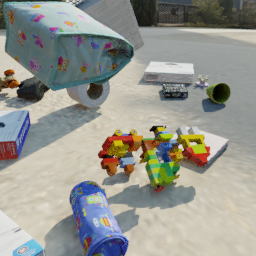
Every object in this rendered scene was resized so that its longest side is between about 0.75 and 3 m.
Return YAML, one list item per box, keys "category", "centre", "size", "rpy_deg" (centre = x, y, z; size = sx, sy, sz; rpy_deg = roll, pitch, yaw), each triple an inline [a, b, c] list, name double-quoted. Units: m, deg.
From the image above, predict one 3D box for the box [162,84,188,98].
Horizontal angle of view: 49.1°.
- category: "box"
  centre: [2.192, -1.762, 13.182]
  size: [1.070, 0.291, 1.336]
  rpy_deg: [0, 25, 0]

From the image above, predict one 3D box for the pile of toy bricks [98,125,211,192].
- category: "pile of toy bricks"
  centre: [0.663, 0.850, 6.688]
  size: [2.703, 1.499, 1.334]
  rpy_deg: [-1, 56, -30]

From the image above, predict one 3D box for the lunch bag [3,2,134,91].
- category: "lunch bag"
  centre: [-1.052, -1.628, 5.350]
  size: [1.691, 1.210, 1.985]
  rpy_deg: [36, 37, 27]

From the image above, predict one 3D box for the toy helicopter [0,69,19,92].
- category: "toy helicopter"
  centre: [-6.086, -1.941, 12.791]
  size: [2.039, 0.804, 1.349]
  rpy_deg: [-21, -3, -39]

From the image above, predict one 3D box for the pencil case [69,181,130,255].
- category: "pencil case"
  centre: [-0.565, 1.702, 5.146]
  size: [0.778, 0.699, 1.791]
  rpy_deg: [-7, 25, -20]

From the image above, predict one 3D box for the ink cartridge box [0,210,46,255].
- category: "ink cartridge box"
  centre: [-2.145, 2.064, 4.466]
  size: [1.415, 0.608, 1.036]
  rpy_deg: [18, 30, 36]

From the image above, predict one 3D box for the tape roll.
- category: "tape roll"
  centre: [-1.636, -1.677, 11.523]
  size: [1.524, 1.524, 1.046]
  rpy_deg: [-19, 30, -35]

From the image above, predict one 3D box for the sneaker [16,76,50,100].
- category: "sneaker"
  centre: [-4.402, -2.053, 13.085]
  size: [1.207, 1.010, 2.659]
  rpy_deg: [-6, 23, 2]

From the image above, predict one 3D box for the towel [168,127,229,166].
- category: "towel"
  centre: [1.973, 0.501, 8.308]
  size: [1.547, 0.261, 1.620]
  rpy_deg: [20, 31, 35]

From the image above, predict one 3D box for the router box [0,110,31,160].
- category: "router box"
  centre: [-4.294, 0.182, 8.582]
  size: [2.167, 0.590, 2.415]
  rpy_deg: [-4, 25, -9]

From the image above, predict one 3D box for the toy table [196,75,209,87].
- category: "toy table"
  centre: [3.857, -2.445, 14.491]
  size: [0.711, 0.453, 0.774]
  rpy_deg: [-18, 31, -33]

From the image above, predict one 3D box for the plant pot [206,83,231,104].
- category: "plant pot"
  centre: [3.838, -1.563, 12.255]
  size: [0.877, 0.877, 0.937]
  rpy_deg: [-6, 13, -12]

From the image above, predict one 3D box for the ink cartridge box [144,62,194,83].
- category: "ink cartridge box"
  centre: [2.376, -3.175, 15.888]
  size: [2.626, 0.587, 2.314]
  rpy_deg: [6, 26, 11]

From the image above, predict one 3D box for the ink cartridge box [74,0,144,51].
- category: "ink cartridge box"
  centre: [-0.817, -4.060, 11.514]
  size: [2.423, 2.988, 0.749]
  rpy_deg: [-31, 57, 1]
